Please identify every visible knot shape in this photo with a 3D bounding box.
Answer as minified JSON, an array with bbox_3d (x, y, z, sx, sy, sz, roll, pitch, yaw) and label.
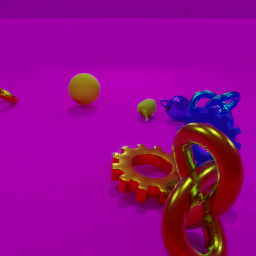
[{"bbox_3d":[1.064,0.865,4.132,0.959,1.942,2.075,6,23,12],"label":"knot shape"},{"bbox_3d":[2.601,-0.470,8.127,1.466,1.372,0.678,-12,37,36],"label":"knot shape"}]

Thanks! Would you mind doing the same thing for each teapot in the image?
[{"bbox_3d":[1.693,-0.686,9.044,1.364,0.668,0.848,13,55,2],"label":"teapot"},{"bbox_3d":[0.645,-0.608,9.272,0.670,0.527,1.077,-22,21,25],"label":"teapot"}]

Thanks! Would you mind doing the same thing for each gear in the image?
[{"bbox_3d":[0.478,0.896,5.854,1.671,0.309,1.671,6,26,-3],"label":"gear"},{"bbox_3d":[1.527,0.194,5.386,1.212,1.212,0.224,18,21,36],"label":"gear"}]

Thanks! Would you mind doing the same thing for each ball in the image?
[{"bbox_3d":[-1.572,-1.396,10.112,1.132,1.132,1.132,0,24,0],"label":"ball"}]

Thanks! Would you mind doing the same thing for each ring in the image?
[{"bbox_3d":[-4.763,-1.323,10.367,1.460,0.292,1.460,26,-1,1],"label":"ring"}]
